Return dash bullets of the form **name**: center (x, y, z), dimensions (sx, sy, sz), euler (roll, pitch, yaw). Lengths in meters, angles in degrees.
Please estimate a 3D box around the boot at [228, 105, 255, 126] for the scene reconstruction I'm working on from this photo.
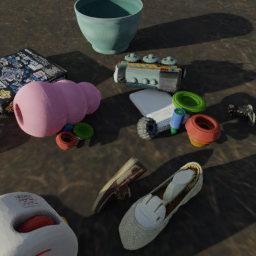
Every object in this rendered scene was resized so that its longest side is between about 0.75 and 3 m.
- **boot**: center (3.917, -0.454, 9.688), dimensions (0.798, 0.382, 1.057), euler (5, 39, 9)

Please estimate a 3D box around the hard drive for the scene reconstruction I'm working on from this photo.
- **hard drive**: center (1.102, -0.747, 10.050), dimensions (1.329, 0.269, 2.014), euler (-20, 49, -18)

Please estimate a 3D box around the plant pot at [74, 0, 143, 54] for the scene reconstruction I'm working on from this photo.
- **plant pot**: center (-0.834, -4.636, 12.769), dimensions (2.951, 1.977, 2.951), euler (0, 44, 0)

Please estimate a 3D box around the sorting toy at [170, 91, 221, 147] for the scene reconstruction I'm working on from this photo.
- **sorting toy**: center (2.013, -0.201, 9.122), dimensions (1.360, 0.929, 2.264), euler (-3, 43, -15)

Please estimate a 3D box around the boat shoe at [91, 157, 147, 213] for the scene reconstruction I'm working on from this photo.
- **boat shoe**: center (-0.190, 1.590, 7.357), dimensions (0.652, 0.654, 1.812), euler (39, 67, 12)

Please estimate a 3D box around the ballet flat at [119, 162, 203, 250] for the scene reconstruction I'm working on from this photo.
- **ballet flat**: center (0.849, 1.785, 7.036), dimensions (0.972, 0.899, 2.883), euler (36, 55, 29)

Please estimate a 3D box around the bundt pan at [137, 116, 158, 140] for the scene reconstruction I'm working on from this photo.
- **bundt pan**: center (0.669, 0.004, 8.921), dimensions (0.290, 0.773, 0.773), euler (1, 33, 50)

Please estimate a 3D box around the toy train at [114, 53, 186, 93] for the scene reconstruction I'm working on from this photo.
- **toy train**: center (0.808, -2.055, 10.600), dimensions (2.722, 1.160, 1.551), euler (7, 33, 7)

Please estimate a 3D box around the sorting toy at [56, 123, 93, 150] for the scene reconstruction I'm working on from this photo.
- **sorting toy**: center (-1.753, 0.292, 8.921), dimensions (1.288, 0.529, 0.774), euler (-27, 65, -40)

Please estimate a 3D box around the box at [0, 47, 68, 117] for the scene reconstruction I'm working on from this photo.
- **box**: center (-4.310, -1.966, 10.979), dimensions (2.846, 0.707, 2.825), euler (34, 54, 29)

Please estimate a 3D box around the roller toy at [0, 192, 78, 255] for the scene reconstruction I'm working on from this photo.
- **roller toy**: center (-2.217, 2.413, 5.499), dimensions (2.320, 2.116, 1.621), euler (-38, 51, -27)

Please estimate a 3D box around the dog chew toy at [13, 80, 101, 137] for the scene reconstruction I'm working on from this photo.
- **dog chew toy**: center (-2.159, -0.786, 9.165), dimensions (2.826, 1.760, 1.760), euler (-20, 47, -33)
